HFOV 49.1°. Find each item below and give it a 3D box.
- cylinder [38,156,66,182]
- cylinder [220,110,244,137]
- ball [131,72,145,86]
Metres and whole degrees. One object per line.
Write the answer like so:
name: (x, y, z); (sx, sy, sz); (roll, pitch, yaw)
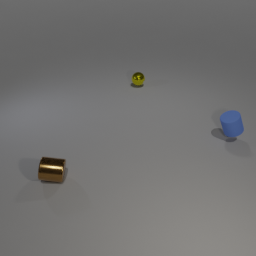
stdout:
cylinder: (-2.247, 1.232, 8.334); (0.700, 0.700, 0.700); (7, 31, -6)
cylinder: (3.708, -0.152, 9.995); (0.700, 0.700, 0.700); (-20, 33, 14)
ball: (0.528, -2.533, 14.444); (0.700, 0.700, 0.700); (0, 32, 0)
